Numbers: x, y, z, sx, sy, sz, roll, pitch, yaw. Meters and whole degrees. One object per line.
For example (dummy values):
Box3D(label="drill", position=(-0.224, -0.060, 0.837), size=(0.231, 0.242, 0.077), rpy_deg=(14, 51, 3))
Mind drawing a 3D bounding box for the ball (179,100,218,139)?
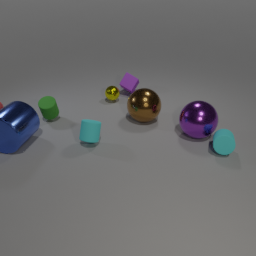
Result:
Box3D(label="ball", position=(2.581, -0.306, 10.268), size=(1.400, 1.400, 1.400), rpy_deg=(0, 29, 0))

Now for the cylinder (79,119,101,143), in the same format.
Box3D(label="cylinder", position=(-1.333, 0.098, 9.885), size=(0.700, 0.700, 0.700), rpy_deg=(9, 8, -1))

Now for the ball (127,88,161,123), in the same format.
Box3D(label="ball", position=(0.656, -0.920, 11.400), size=(1.400, 1.400, 1.400), rpy_deg=(0, 29, 0))

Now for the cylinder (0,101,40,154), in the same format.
Box3D(label="cylinder", position=(-4.051, -0.049, 9.803), size=(1.400, 1.400, 1.400), rpy_deg=(6, 30, 11))

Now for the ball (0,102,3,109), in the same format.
Box3D(label="ball", position=(-5.518, -0.814, 11.567), size=(0.700, 0.700, 0.700), rpy_deg=(0, 29, 0))

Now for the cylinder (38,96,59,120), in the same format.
Box3D(label="cylinder", position=(-3.211, -0.817, 11.359), size=(0.700, 0.700, 0.700), rpy_deg=(0, 54, 1))

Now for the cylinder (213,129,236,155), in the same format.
Box3D(label="cylinder", position=(3.236, 0.458, 9.455), size=(0.700, 0.700, 0.700), rpy_deg=(8, 20, 14))

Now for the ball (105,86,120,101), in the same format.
Box3D(label="ball", position=(-0.736, -1.640, 13.173), size=(0.700, 0.700, 0.700), rpy_deg=(0, 29, 0))

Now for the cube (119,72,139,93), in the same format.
Box3D(label="cube", position=(0.076, -2.234, 13.943), size=(0.700, 0.700, 0.700), rpy_deg=(32, 0, 7))
